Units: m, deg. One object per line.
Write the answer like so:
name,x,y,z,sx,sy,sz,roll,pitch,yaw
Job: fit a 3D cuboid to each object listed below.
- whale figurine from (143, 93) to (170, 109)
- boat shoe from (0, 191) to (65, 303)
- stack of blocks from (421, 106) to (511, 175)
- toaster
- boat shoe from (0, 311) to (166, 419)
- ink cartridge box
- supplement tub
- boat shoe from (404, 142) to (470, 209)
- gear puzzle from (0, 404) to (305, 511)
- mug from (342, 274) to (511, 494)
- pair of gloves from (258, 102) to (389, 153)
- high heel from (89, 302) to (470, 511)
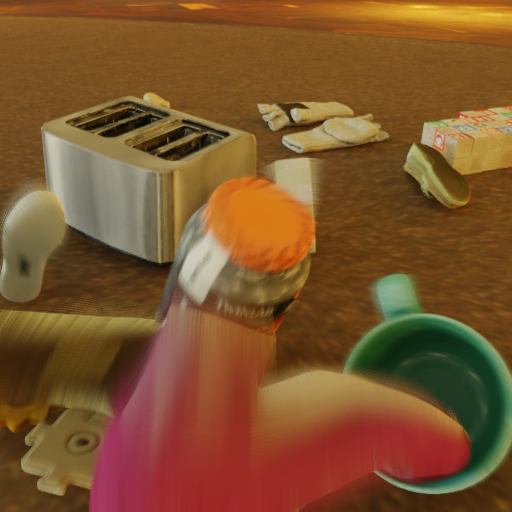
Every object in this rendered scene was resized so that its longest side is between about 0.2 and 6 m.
whale figurine,-2.589,-3.933,14.487,0.687,0.357,0.547,13,37,-24
boat shoe,-2.702,-0.198,6.771,0.652,1.766,0.603,7,45,-22
stack of blocks,4.654,-2.379,11.382,2.550,0.747,1.468,-11,32,-16
toaster,-1.636,-1.160,8.347,2.444,1.604,2.703,22,37,25
boat shoe,-1.259,0.884,4.638,2.423,0.868,0.923,21,-15,-29
ink cartridge box,0.537,-0.662,7.622,0.464,1.118,0.820,-4,55,5
supplement tub,-0.245,0.287,5.473,1.220,1.991,1.220,12,46,-13
boat shoe,3.142,-1.335,9.936,0.726,0.626,1.991,11,34,-19
gear puzzle,-1.080,1.649,4.972,3.190,0.418,1.652,9,25,12
mug,1.519,1.104,4.770,1.345,1.636,1.012,16,-8,27
pair of gloves,1.496,-3.093,12.857,2.382,0.491,2.801,-10,33,-17
high heel,0.346,1.439,3.729,2.946,1.416,0.993,27,-14,-29
